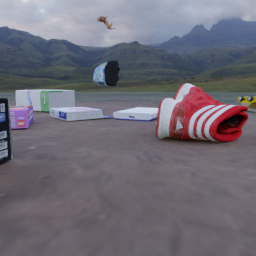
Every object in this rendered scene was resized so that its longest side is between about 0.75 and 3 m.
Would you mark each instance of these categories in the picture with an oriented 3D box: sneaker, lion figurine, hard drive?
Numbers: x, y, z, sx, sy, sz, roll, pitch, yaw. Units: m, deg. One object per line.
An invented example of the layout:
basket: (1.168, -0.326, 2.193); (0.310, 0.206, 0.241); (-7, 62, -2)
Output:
sneaker: (1.805, -0.263, 6.349); (1.669, 1.132, 2.889); (13, 25, 22)
lion figurine: (-0.904, -4.382, 11.717); (0.297, 0.819, 0.502); (-43, 11, 35)
hard drive: (0.501, -0.501, 9.706); (1.301, 0.250, 1.972); (4, 9, 23)

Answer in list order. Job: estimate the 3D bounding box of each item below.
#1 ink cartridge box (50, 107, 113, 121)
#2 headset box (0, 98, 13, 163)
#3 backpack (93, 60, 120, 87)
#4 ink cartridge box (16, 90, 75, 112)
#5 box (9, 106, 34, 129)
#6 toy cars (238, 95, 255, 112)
ink cartridge box: (-1.603, -0.523, 9.579); (1.670, 0.362, 1.640); (-7, 11, -33)
headset box: (-2.875, 0.100, 3.475); (2.028, 0.941, 1.766); (3, 9, 17)
backpack: (-0.533, -1.271, 6.743); (0.577, 0.612, 0.750); (5, 1, -11)
ink cartridge box: (-3.658, -1.239, 12.383); (2.137, 0.897, 1.547); (5, 10, 32)
box: (-3.926, -0.296, 7.479); (2.569, 0.502, 1.758); (-2, 9, -15)
toy cars: (5.707, -0.886, 11.232); (2.747, 0.608, 1.232); (12, 5, 37)
